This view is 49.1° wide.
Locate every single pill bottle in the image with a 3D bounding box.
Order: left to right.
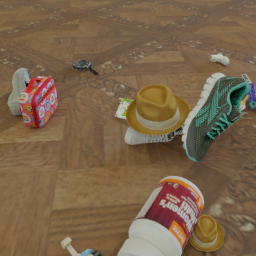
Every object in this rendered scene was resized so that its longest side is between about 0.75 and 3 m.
[{"bbox_3d":[0.834,2.376,6.729,1.308,1.308,2.387,20,41,24],"label":"pill bottle"}]

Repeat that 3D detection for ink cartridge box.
[{"bbox_3d":[5.216,-1.602,12.046,0.242,1.107,1.117,-17,34,14],"label":"ink cartridge box"}]

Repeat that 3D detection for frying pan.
[{"bbox_3d":[-2.326,-3.195,14.790,1.116,0.300,1.845,-14,37,-17],"label":"frying pan"}]

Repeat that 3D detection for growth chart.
[{"bbox_3d":[0.031,-0.786,11.778,1.075,0.132,1.486,6,39,6],"label":"growth chart"}]

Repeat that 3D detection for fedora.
[{"bbox_3d":[0.892,-0.745,8.910,2.233,0.911,2.233,-8,42,7],"label":"fedora"},{"bbox_3d":[1.982,2.592,7.169,1.063,0.434,1.063,0,38,0],"label":"fedora"}]

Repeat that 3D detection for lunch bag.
[{"bbox_3d":[-3.468,-1.147,10.915,0.806,1.733,1.968,6,38,8],"label":"lunch bag"}]

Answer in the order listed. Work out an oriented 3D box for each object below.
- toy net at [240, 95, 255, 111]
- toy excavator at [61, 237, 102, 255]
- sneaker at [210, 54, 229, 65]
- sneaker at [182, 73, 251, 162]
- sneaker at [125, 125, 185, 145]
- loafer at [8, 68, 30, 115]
[{"bbox_3d":[5.104,-0.900,11.781,1.996,0.385,1.047,-7,67,-4],"label":"toy net"},{"bbox_3d":[-1.067,3.074,6.482,0.565,1.132,1.101,-33,93,-37],"label":"toy excavator"},{"bbox_3d":[4.946,-3.702,15.308,0.722,0.460,1.249,-9,29,-8],"label":"sneaker"},{"bbox_3d":[2.614,-0.334,8.240,1.129,2.911,1.328,28,-8,-35],"label":"sneaker"},{"bbox_3d":[1.008,0.125,10.045,2.358,0.901,0.949,-20,49,-22],"label":"sneaker"},{"bbox_3d":[-4.462,-1.667,12.196,1.014,1.016,2.907,-11,48,-3],"label":"loafer"}]
